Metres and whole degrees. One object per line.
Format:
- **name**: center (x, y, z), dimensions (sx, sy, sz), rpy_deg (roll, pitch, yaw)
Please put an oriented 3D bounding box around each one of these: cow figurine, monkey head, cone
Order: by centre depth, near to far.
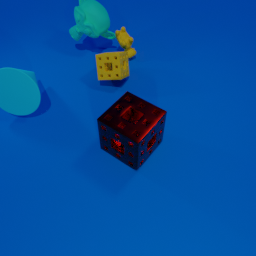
- **cone**: center (-3.146, -1.407, 8.544), dimensions (1.500, 1.500, 1.506), rpy_deg (5, 34, 4)
- **monkey head**: center (-1.371, -3.735, 9.888), dimensions (1.965, 1.414, 1.184), rpy_deg (52, 50, -15)
- **cow figurine**: center (-0.092, -3.028, 10.062), dimensions (0.553, 0.992, 1.008), rpy_deg (-33, 88, -6)

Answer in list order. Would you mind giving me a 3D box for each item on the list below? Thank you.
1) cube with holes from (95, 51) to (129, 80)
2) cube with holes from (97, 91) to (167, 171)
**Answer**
- **cube with holes**: center (-0.490, -2.046, 9.183), dimensions (0.808, 0.808, 0.808), rpy_deg (2, 20, 19)
- **cube with holes**: center (0.107, 0.078, 7.443), dimensions (1.259, 1.259, 1.259), rpy_deg (30, 57, 22)
